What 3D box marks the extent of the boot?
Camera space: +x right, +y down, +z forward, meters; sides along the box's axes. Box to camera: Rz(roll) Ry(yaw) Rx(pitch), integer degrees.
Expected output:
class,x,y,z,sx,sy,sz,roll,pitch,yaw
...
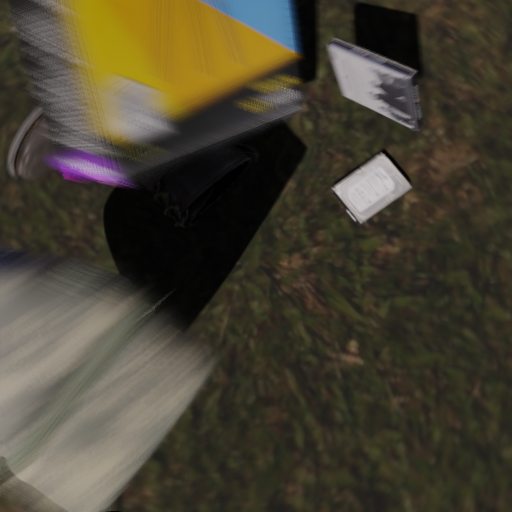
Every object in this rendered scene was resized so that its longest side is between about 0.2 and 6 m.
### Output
class,x,y,z,sx,sy,sz,roll,pitch,yaw
boot,-2.042,-1.600,9.397,3.401,1.178,2.961,-39,78,-12

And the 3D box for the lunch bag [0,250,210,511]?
class,x,y,z,sx,sy,sz,roll,pitch,yaw
lunch bag,-2.105,1.094,6.279,2.512,2.995,2.087,37,80,-6

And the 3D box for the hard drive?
class,x,y,z,sx,sy,sz,roll,pitch,yaw
hard drive,2.006,-1.159,9.780,1.151,0.218,0.804,-34,79,-9

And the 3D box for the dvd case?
class,x,y,z,sx,sy,sz,roll,pitch,yaw
dvd case,1.745,-2.495,8.168,0.181,1.098,1.461,-46,56,-7

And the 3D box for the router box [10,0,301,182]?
class,x,y,z,sx,sy,sz,roll,pitch,yaw
router box,-1.017,-2.996,7.269,1.043,4.085,3.047,6,117,35
